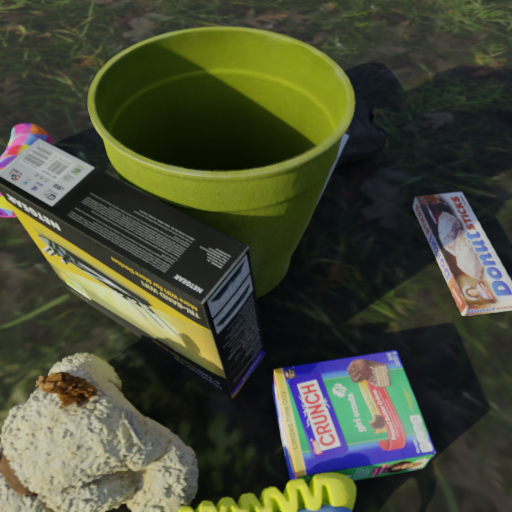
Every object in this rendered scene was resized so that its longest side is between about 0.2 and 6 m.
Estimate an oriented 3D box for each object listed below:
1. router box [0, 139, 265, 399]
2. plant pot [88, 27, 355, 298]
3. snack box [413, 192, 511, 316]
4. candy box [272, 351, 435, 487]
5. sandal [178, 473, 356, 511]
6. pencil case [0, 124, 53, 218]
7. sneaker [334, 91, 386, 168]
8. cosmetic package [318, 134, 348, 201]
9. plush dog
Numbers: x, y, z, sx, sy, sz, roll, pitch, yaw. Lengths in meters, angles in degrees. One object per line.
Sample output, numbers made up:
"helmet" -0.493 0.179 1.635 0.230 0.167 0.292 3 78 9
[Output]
"router box" -1.628 0.234 7.809 3.548 2.789 0.927 27 62 23
"plant pot" -0.476 -1.105 8.649 3.487 3.358 3.487 1 49 -1
"snack box" 3.610 -0.116 9.822 0.936 0.317 2.604 -6 49 -5
"candy box" 1.223 2.180 7.539 1.807 0.696 1.528 -8 50 -6
"sandal" -0.152 3.402 6.203 3.013 1.198 1.312 -11 54 -8
"pencil case" -4.622 -1.669 10.855 0.913 0.913 2.065 2 47 2
"sneaker" 1.708 -3.169 12.109 1.465 1.226 3.228 -8 58 -15
"cosmetic package" -0.089 -2.191 10.302 3.254 1.343 0.824 25 46 3
"plush dog" -2.437 2.540 6.582 2.763 2.217 2.373 36 81 27
